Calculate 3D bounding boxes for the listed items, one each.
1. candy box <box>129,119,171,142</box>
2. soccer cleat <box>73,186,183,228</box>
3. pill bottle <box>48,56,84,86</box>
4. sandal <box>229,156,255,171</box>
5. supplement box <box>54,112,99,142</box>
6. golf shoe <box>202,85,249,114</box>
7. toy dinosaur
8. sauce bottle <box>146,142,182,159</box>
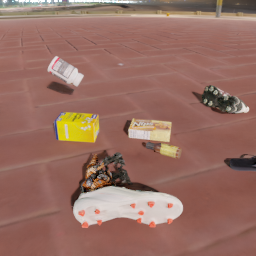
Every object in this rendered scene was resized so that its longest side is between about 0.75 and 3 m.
[{"bbox_3d":[0.871,0.069,10.938,1.577,0.436,0.910,5,28,10],"label":"candy box"},{"bbox_3d":[-0.012,1.876,7.085,2.714,0.940,1.053,-3,25,1],"label":"soccer cleat"},{"bbox_3d":[-2.680,-2.411,12.152,1.408,0.780,0.780,32,27,-10],"label":"pill bottle"},{"bbox_3d":[4.159,1.122,9.036,1.683,0.360,0.640,-3,28,-5],"label":"sandal"},{"bbox_3d":[-1.936,-0.042,10.727,1.513,0.829,0.824,3,28,5],"label":"supplement box"},{"bbox_3d":[4.463,-1.242,13.182,1.126,0.987,2.556,13,19,-28],"label":"golf shoe"},{"bbox_3d":[-0.747,1.322,8.118,1.422,1.070,2.096,-21,51,-7],"label":"toy dinosaur"},{"bbox_3d":[1.232,0.730,9.739,1.237,0.408,0.408,15,31,23],"label":"sauce bottle"}]
